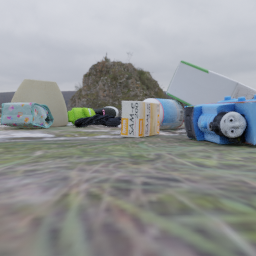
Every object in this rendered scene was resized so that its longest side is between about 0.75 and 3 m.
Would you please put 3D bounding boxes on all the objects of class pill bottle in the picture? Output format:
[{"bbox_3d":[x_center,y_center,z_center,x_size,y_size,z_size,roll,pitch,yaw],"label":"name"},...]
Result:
[{"bbox_3d":[0.902,-0.414,8.365,1.690,0.919,0.919,-2,3,-42],"label":"pill bottle"}]

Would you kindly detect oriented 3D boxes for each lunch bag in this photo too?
[{"bbox_3d":[-3.185,-0.381,9.034,1.155,0.827,1.356,0,-5,14],"label":"lunch bag"}]

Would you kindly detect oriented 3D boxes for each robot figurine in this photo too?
[{"bbox_3d":[-1.954,-0.484,11.898,1.267,0.733,1.112,-2,-9,-26],"label":"robot figurine"}]

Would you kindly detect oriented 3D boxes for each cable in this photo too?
[{"bbox_3d":[-1.169,-0.267,10.219,1.833,0.466,1.495,-3,4,-38],"label":"cable"}]

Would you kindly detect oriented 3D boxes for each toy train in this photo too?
[{"bbox_3d":[1.588,-0.108,4.521,1.003,0.761,1.756,-9,6,-7],"label":"toy train"}]

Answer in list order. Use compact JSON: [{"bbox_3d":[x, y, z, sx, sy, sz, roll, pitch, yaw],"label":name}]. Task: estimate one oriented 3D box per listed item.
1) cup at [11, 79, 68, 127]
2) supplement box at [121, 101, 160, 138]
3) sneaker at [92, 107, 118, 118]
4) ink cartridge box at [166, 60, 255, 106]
[{"bbox_3d":[-3.431,-1.032,10.853,2.303,1.647,2.303,6,7,-1],"label":"cup"},{"bbox_3d":[0.294,-0.191,5.897,0.419,0.718,1.139,3,5,27],"label":"supplement box"},{"bbox_3d":[-1.689,-0.589,14.030,2.377,0.840,1.179,-5,2,31],"label":"sneaker"},{"bbox_3d":[2.961,-1.019,8.939,2.851,1.202,2.082,4,24,-47],"label":"ink cartridge box"}]
